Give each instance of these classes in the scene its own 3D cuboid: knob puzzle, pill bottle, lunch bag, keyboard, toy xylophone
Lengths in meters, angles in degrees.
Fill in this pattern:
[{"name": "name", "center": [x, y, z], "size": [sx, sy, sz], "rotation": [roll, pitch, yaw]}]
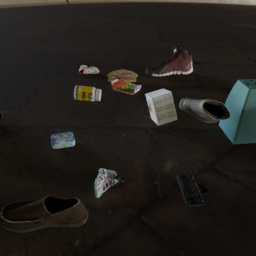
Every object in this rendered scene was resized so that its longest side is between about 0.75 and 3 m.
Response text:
[{"name": "knob puzzle", "center": [-0.317, -2.906, 15.819], "size": [1.880, 0.261, 1.880], "rotation": [0, 32, 0]}, {"name": "pill bottle", "center": [-1.420, -1.211, 9.907], "size": [0.893, 0.510, 0.510], "rotation": [6, 31, 1]}, {"name": "lunch bag", "center": [-2.387, 0.431, 10.242], "size": [0.846, 0.349, 0.680], "rotation": [-7, 29, -13]}, {"name": "keyboard", "center": [1.936, 1.763, 8.211], "size": [0.791, 0.169, 1.318], "rotation": [-2, 32, -4]}, {"name": "toy xylophone", "center": [-0.043, -2.165, 14.460], "size": [1.592, 0.400, 1.166], "rotation": [13, 33, 20]}]

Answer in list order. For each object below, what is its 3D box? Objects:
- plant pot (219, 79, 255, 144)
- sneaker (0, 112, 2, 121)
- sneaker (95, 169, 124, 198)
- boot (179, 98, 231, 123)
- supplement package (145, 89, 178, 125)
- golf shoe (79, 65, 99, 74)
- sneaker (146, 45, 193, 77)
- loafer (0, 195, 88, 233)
[{"name": "plant pot", "center": [4.505, -0.681, 10.405], "size": [1.461, 2.069, 1.462], "rotation": [-3, 32, -5]}, {"name": "sneaker", "center": [-5.968, -0.564, 11.625], "size": [1.282, 0.841, 2.228], "rotation": [-6, 38, -26]}, {"name": "sneaker", "center": [-0.529, 1.591, 8.214], "size": [0.800, 0.444, 1.143], "rotation": [2, 32, 5]}, {"name": "boot", "center": [2.416, -0.489, 8.074], "size": [1.593, 0.636, 1.752], "rotation": [13, -1, -16]}, {"name": "supplement package", "center": [1.311, -0.854, 11.116], "size": [0.828, 1.126, 1.077], "rotation": [-17, 17, -5]}, {"name": "golf shoe", "center": [-2.296, -3.331, 16.448], "size": [1.239, 0.466, 0.567], "rotation": [11, 50, 19]}, {"name": "sneaker", "center": [2.403, -3.925, 16.156], "size": [2.847, 1.644, 1.077], "rotation": [-7, 32, -12]}, {"name": "loafer", "center": [-2.162, 2.042, 7.119], "size": [2.248, 0.802, 0.821], "rotation": [-3, 31, -6]}]
